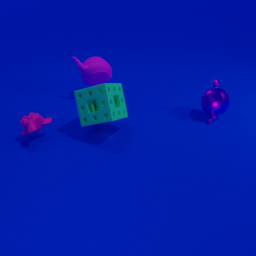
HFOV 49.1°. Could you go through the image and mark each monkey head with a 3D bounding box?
[{"bbox_3d":[-2.768,-0.056,8.255,1.009,0.608,0.726,-26,55,1],"label":"monkey head"}]

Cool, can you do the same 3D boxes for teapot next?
[{"bbox_3d":[2.828,-0.840,9.247,0.948,1.525,0.746,7,1,31],"label":"teapot"},{"bbox_3d":[-1.282,-2.178,10.466,1.895,1.179,0.928,8,53,-49],"label":"teapot"}]

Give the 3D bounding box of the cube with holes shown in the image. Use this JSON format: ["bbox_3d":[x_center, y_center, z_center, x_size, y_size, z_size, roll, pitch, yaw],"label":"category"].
[{"bbox_3d":[-0.791,-0.706,8.443,1.062,1.062,1.062,-10,4,25],"label":"cube with holes"}]
